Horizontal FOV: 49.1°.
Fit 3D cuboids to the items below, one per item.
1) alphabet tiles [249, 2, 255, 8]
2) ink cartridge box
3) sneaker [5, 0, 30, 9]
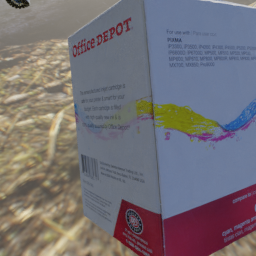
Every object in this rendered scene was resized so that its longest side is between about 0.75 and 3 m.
[{"bbox_3d":[3.408,-2.940,6.980,1.965,0.089,2.350,-57,16,-6],"label":"alphabet tiles"},{"bbox_3d":[0.514,-0.080,3.768,1.951,2.698,1.960,-9,7,-31],"label":"ink cartridge box"},{"bbox_3d":[-3.293,-3.894,7.267,0.713,1.816,0.810,-11,79,16],"label":"sneaker"}]
